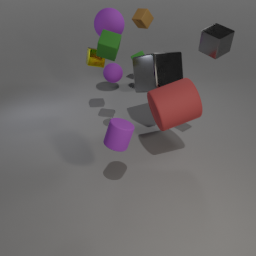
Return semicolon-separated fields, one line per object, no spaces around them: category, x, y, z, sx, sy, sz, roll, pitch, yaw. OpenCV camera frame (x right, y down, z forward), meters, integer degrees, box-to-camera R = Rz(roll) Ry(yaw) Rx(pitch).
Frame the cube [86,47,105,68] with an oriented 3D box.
cube;-1.363;-2.984;11.843;0.700;0.700;0.700;4;19;-18

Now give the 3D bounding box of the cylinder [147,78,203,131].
cylinder;1.520;-0.777;9.280;1.400;1.400;1.400;-21;33;-3

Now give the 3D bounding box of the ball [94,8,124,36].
ball;-0.861;-4.764;12.860;1.400;1.400;1.400;0;30;0

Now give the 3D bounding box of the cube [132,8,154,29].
cube;0.758;-5.598;14.326;0.700;0.700;0.700;24;81;41

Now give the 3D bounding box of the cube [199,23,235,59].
cube;2.683;-2.648;8.536;0.700;0.700;0.700;-31;52;-24

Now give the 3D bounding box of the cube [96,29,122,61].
cube;-0.687;-2.955;10.032;0.700;0.700;0.700;16;62;-3

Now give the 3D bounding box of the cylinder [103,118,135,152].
cylinder;-0.253;0.179;7.718;0.700;0.700;0.700;16;23;-7

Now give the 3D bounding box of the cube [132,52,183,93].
cube;1.175;-2.169;10.997;1.400;1.400;1.400;-12;11;-32

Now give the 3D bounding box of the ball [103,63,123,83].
ball;-0.536;-1.966;9.990;0.700;0.700;0.700;0;30;0

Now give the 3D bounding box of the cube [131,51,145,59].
cube;0.644;-3.543;14.882;0.700;0.700;0.700;-26;-14;6
